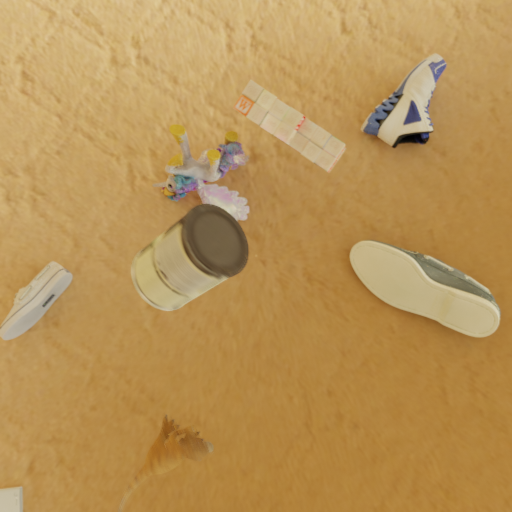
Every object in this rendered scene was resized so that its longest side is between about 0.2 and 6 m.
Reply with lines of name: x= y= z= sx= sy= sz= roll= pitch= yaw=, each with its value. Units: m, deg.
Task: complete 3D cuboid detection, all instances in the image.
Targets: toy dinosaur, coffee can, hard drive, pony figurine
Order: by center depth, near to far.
toy dinosaur: x=-1.319 y=2.753 z=7.577 sx=0.617 sy=1.084 sz=2.041 roll=45 pitch=121 yaw=-2
coffee can: x=-0.994 y=0.057 z=8.187 sx=1.095 sy=1.497 sz=1.095 roll=22 pitch=54 yaw=-33
hard drive: x=-4.925 y=4.758 z=10.486 sx=1.051 sy=0.138 sz=0.693 roll=-7 pitch=76 yaw=-1
pony figurine: x=-1.001 y=-1.737 z=11.406 sx=2.039 sy=2.112 sz=1.759 roll=3 pitch=67 yaw=-16

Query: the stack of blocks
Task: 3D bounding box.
stack of blocks: x=0.663 y=-2.369 z=10.426 sx=2.035 sy=1.172 sz=0.596 roll=35 pitch=101 yaw=5

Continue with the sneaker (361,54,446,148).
sneaker: x=3.474 y=-3.149 z=12.215 sx=1.291 sy=0.903 sz=2.235 roll=43 pitch=86 yaw=6

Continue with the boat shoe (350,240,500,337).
boat shoe: x=3.388 y=0.531 z=11.328 sx=3.126 sy=1.138 sz=0.966 roll=28 pitch=34 yaw=14

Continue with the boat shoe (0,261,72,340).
boat shoe: x=-4.529 y=0.866 z=11.246 sx=0.590 sy=0.646 sz=1.796 roll=36 pitch=78 yaw=15
